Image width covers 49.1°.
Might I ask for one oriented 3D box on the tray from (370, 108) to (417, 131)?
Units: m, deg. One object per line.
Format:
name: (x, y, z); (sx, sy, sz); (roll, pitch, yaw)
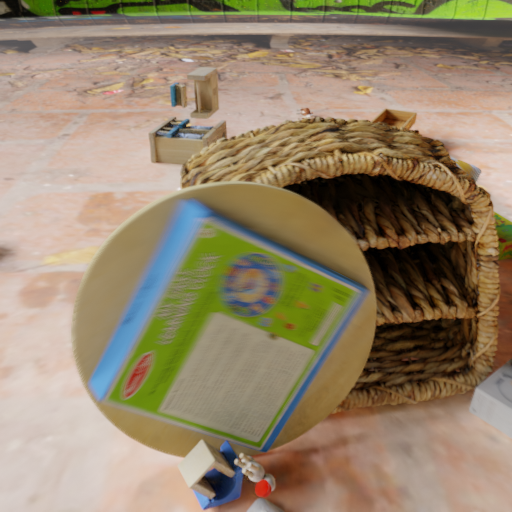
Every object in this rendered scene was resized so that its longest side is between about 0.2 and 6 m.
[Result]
tray: (3.924, -3.800, 16.171); (0.973, 0.365, 1.974); (15, 32, 22)

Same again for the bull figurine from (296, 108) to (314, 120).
bull figurine: (1.639, -4.716, 18.692); (0.544, 0.292, 0.895); (-1, 30, -2)

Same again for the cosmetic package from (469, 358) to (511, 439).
cosmetic package: (3.877, 1.803, 7.154); (1.857, 0.480, 1.400); (-23, 40, -35)

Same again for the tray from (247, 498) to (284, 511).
tray: (-0.153, 3.184, 4.958); (1.240, 0.256, 2.309); (19, 35, 32)

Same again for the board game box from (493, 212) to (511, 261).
board game box: (4.664, -0.521, 11.264); (0.843, 0.395, 1.659); (-10, 31, -17)

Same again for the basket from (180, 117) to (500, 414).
basket: (1.068, 0.062, 7.285); (3.968, 2.832, 2.956); (-4, 43, -8)

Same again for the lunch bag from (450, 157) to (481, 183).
lunch bag: (2.294, -1.214, 10.567); (2.470, 1.852, 2.913); (11, 12, -10)

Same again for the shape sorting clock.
shape sorting clock: (-0.290, 0.805, 6.077); (3.284, 3.284, 0.644); (-7, 23, -12)

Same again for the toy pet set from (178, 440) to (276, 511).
toy pet set: (-0.359, 2.565, 5.772); (1.242, 0.659, 1.159); (-46, 36, -4)

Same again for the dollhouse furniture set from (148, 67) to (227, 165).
dollhouse furniture set: (-1.820, -3.838, 15.043); (1.682, 2.387, 1.672); (8, 31, 13)

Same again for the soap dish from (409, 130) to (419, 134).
soap dish: (4.211, -3.361, 16.175); (1.085, 0.441, 0.853); (6, 30, 14)
